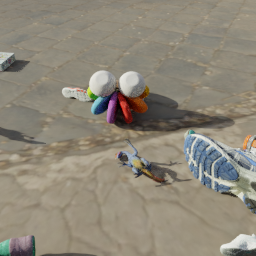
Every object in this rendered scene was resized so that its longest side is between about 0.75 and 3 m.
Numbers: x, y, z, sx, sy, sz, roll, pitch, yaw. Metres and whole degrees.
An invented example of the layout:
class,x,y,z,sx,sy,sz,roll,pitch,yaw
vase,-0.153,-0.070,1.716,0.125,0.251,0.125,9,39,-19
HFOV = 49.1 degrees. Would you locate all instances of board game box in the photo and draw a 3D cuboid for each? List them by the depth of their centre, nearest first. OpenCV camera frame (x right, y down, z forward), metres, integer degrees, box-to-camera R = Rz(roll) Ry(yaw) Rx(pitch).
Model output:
class,x,y,z,sx,sy,sz,roll,pitch,yaw
board game box,-5.347,-2.787,11.687,0.818,0.356,1.108,7,40,8

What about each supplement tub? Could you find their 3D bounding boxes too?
class,x,y,z,sx,sy,sz,roll,pitch,yaw
supplement tub,3.290,0.487,6.788,0.517,0.517,0.844,-30,37,-33

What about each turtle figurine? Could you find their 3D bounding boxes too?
class,x,y,z,sx,sy,sz,roll,pitch,yaw
turtle figurine,-3.029,2.356,4.247,2.972,1.497,2.225,0,37,-9

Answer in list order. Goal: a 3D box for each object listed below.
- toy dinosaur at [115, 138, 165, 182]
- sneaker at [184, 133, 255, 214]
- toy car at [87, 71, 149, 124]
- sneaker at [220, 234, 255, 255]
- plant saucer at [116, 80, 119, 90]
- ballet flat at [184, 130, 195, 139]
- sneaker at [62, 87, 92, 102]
class,x,y,z,sx,sy,sz,roll,pitch,yaw
toy dinosaur,0.136,0.907,6.983,0.652,1.242,1.127,-43,20,-5
sneaker,2.551,0.979,6.448,2.785,1.073,1.186,38,41,28
toy car,-0.307,-0.807,8.438,1.887,1.651,1.415,2,74,2
sneaker,2.121,2.222,5.292,0.877,0.308,0.351,0,31,-12
plant saucer,-0.252,-1.449,9.428,1.449,0.265,1.449,2,4,0
ballet flat,1.696,0.533,7.397,0.341,0.322,1.011,9,60,-20
sneaker,-1.671,-1.250,9.649,1.169,0.450,0.479,15,34,17
